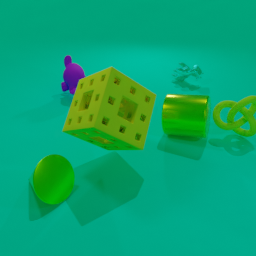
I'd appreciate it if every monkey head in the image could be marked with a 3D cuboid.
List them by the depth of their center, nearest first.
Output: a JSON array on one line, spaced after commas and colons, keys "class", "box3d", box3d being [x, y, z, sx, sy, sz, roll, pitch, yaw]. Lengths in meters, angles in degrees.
[{"class": "monkey head", "box3d": [-2.061, -1.749, 10.069, 1.127, 0.944, 1.567, -18, 71, 13]}]

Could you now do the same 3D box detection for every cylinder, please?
[{"class": "cylinder", "box3d": [1.640, -0.349, 7.793, 1.164, 1.164, 1.164, 5, 32, 22]}]

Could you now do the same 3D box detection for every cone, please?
[{"class": "cone", "box3d": [-1.921, 1.137, 6.212, 1.043, 1.039, 1.039, -10, 21, 39]}]

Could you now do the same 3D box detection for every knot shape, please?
[{"class": "knot shape", "box3d": [2.944, -0.334, 7.699, 1.195, 1.277, 0.590, 5, 29, 10]}]

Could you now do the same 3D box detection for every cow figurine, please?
[{"class": "cow figurine", "box3d": [2.386, -2.164, 11.184, 1.050, 1.067, 0.586, 29, 62, -5]}]

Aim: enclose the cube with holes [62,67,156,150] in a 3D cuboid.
[{"class": "cube with holes", "box3d": [-0.414, -0.336, 6.325, 1.329, 1.329, 1.329, 26, -20, -35]}]
